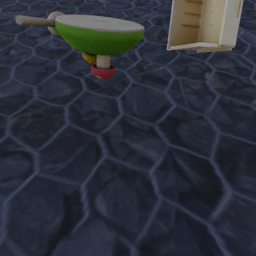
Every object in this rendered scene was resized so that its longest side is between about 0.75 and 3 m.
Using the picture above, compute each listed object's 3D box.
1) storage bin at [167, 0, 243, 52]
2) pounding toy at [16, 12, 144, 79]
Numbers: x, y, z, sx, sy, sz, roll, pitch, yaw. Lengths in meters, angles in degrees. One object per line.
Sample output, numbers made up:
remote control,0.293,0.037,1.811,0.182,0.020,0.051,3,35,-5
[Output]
storage bin,1.731,-2.728,6.344,0.889,1.897,1.884,3,12,-14
pounding toy,-0.925,-1.860,6.361,2.491,1.156,1.923,11,27,8
